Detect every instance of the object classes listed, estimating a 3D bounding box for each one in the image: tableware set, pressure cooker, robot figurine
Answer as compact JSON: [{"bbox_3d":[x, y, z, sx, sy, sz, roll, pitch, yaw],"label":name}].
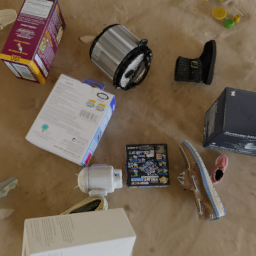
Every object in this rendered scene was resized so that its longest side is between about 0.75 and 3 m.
[{"bbox_3d":[3.818,-4.896,11.364,1.260,0.287,1.871,-40,78,-8],"label":"tableware set"},{"bbox_3d":[-0.142,-2.369,9.797,1.791,1.764,2.005,-44,74,-8],"label":"pressure cooker"},{"bbox_3d":[-0.949,1.659,9.032,1.514,0.855,1.284,-3,36,-1],"label":"robot figurine"}]

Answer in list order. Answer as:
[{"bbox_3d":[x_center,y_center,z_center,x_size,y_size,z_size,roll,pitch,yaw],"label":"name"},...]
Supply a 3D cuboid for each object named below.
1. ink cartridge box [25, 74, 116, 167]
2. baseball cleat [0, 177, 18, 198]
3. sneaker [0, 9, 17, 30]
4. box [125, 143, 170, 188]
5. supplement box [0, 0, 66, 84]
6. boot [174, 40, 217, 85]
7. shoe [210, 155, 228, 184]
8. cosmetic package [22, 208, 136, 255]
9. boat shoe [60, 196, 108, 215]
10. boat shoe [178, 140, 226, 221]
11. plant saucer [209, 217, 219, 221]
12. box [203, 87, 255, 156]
[{"bbox_3d":[-1.724,-0.447,9.520,2.037,1.140,2.985,23,76,6],"label":"ink cartridge box"},{"bbox_3d":[-4.516,2.027,9.047,1.812,0.632,0.965,-39,77,-12],"label":"baseball cleat"},{"bbox_3d":[-5.470,-3.544,10.717,2.890,1.052,1.223,-29,105,-14],"label":"sneaker"},{"bbox_3d":[0.645,1.259,9.423,1.448,0.360,1.437,-2,73,-1],"label":"box"},{"bbox_3d":[-3.343,-3.216,10.170,1.175,1.514,2.743,14,74,4],"label":"supplement box"},{"bbox_3d":[2.492,-2.519,10.385,1.397,0.703,1.868,10,74,3],"label":"boot"},{"bbox_3d":[3.081,1.355,9.318,0.391,0.497,1.093,28,75,8],"label":"shoe"},{"bbox_3d":[-1.327,3.200,7.557,2.757,1.483,1.169,2,28,-27],"label":"cosmetic package"},{"bbox_3d":[-1.805,2.932,8.570,2.637,1.004,0.945,-41,77,-11],"label":"boat shoe"},{"bbox_3d":[2.120,1.671,8.999,0.948,0.947,2.620,-24,69,4],"label":"boat shoe"},{"bbox_3d":[2.709,2.524,9.181,0.338,0.092,0.968,-9,73,-2],"label":"plant saucer"},{"bbox_3d":[3.789,-0.065,8.787,2.303,2.341,1.375,9,73,3],"label":"box"}]
